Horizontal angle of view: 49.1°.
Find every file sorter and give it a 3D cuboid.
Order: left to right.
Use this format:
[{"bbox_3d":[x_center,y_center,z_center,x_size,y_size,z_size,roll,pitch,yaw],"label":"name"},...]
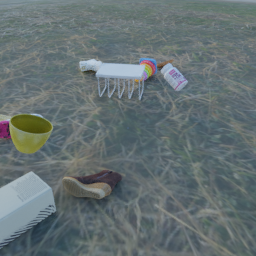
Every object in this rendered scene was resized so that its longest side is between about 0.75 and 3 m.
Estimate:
[{"bbox_3d":[-0.332,-2.304,14.007,2.169,1.351,1.505,5,33,8],"label":"file sorter"}]

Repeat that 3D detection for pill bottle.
[{"bbox_3d":[1.980,-2.202,12.125,0.646,0.646,1.139,-31,76,-38],"label":"pill bottle"}]

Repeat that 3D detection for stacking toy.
[{"bbox_3d":[0.870,-3.074,15.779,1.051,0.994,1.812,12,45,21],"label":"stacking toy"}]

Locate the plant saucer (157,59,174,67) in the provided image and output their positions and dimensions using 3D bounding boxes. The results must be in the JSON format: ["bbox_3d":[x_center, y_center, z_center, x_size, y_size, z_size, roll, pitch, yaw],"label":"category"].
[{"bbox_3d":[2.302,-4.014,17.381,1.124,0.181,1.124,-18,7,2],"label":"plant saucer"}]

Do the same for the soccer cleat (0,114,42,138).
[{"bbox_3d":[-4.438,-0.096,11.301,2.062,0.720,0.890,-14,20,-24],"label":"soccer cleat"}]

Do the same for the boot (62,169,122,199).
[{"bbox_3d":[-1.105,1.658,8.751,1.551,0.561,1.291,13,23,22],"label":"boot"}]

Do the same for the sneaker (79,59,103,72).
[{"bbox_3d":[-2.234,-3.589,16.685,1.164,0.742,2.014,-17,27,-22],"label":"sneaker"}]

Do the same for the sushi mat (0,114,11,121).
[{"bbox_3d":[-5.276,-0.316,12.066,1.506,0.091,0.720,12,34,18],"label":"sushi mat"}]

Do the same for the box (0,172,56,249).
[{"bbox_3d":[-3.297,2.310,7.185,1.108,0.922,2.697,28,42,36],"label":"box"}]

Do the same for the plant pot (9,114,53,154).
[{"bbox_3d":[-2.726,0.218,7.726,1.130,0.802,1.130,18,23,-8],"label":"plant pot"}]
